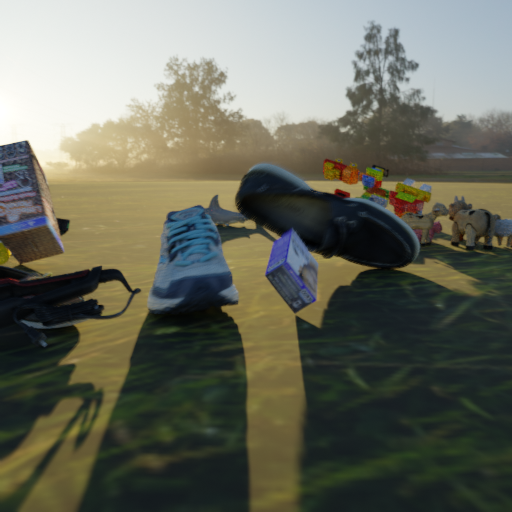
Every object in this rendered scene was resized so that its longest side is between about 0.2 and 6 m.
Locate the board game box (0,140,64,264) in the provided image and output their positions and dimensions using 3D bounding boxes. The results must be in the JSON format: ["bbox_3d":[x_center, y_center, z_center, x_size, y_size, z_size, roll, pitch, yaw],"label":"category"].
[{"bbox_3d":[-3.867,-0.872,9.313,0.772,1.595,1.271,-15,-17,-12],"label":"board game box"}]

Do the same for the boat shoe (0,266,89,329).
[{"bbox_3d":[-2.529,0.439,6.309,1.737,0.519,0.621,7,12,34],"label":"boat shoe"}]

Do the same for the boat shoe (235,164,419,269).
[{"bbox_3d":[1.056,-0.486,8.971,3.113,1.163,1.032,30,36,7],"label":"boat shoe"}]

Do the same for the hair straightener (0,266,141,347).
[{"bbox_3d":[-2.160,0.600,5.607,2.173,0.445,0.836,-8,53,-31],"label":"hair straightener"}]

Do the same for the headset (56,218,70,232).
[{"bbox_3d":[-5.778,-0.795,13.500,2.403,1.129,1.484,12,-1,-26],"label":"headset"}]

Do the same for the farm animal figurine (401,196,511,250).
[{"bbox_3d":[4.171,-0.722,11.647,1.971,1.028,1.950,-5,11,-27],"label":"farm animal figurine"}]

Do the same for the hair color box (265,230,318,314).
[{"bbox_3d":[0.456,0.166,6.818,0.356,0.600,1.098,-33,15,20],"label":"hair color box"}]

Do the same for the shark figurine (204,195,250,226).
[{"bbox_3d":[-0.843,-1.263,15.464,2.141,0.893,1.279,-1,11,8],"label":"shark figurine"}]

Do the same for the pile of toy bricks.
[{"bbox_3d":[2.957,-1.398,15.247,3.202,1.777,1.581,24,50,30],"label":"pile of toy bricks"}]

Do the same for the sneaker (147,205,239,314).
[{"bbox_3d":[-0.881,-0.021,6.987,1.044,1.161,2.691,-6,10,-11],"label":"sneaker"}]

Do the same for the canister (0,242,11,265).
[{"bbox_3d":[-4.645,-0.105,9.750,0.757,0.441,1.020,-7,13,-18],"label":"canister"}]
